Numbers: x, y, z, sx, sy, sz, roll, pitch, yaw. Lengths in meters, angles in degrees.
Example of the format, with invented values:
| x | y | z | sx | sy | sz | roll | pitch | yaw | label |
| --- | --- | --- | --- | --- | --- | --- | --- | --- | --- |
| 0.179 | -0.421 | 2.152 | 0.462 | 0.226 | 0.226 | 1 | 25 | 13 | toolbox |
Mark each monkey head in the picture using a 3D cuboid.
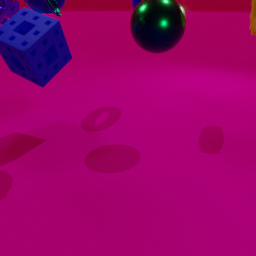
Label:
| x | y | z | sx | sy | sz | roll | pitch | yaw | label |
| --- | --- | --- | --- | --- | --- | --- | --- | --- | --- |
| -3.785 | -3.455 | 7.909 | 1.042 | 1.729 | 1.244 | 16 | 67 | 19 | monkey head |
| -1.703 | -2.815 | 5.326 | 1.686 | 1.016 | 1.213 | 40 | 6 | 32 | monkey head |

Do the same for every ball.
| x | y | z | sx | sy | sz | roll | pitch | yaw | label |
| --- | --- | --- | --- | --- | --- | --- | --- | --- | --- |
| 0.694 | -2.401 | 6.525 | 1.297 | 1.297 | 1.297 | 0 | 25 | 0 | ball |

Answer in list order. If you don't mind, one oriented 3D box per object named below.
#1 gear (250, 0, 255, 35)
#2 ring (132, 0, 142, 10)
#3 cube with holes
| x | y | z | sx | sy | sz | roll | pitch | yaw | label |
| --- | --- | --- | --- | --- | --- | --- | --- | --- | --- |
| 3.574 | -3.336 | 7.417 | 0.302 | 1.635 | 1.635 | 6 | 26 | 12 | gear |
| 0.377 | -3.932 | 8.758 | 0.401 | 2.007 | 2.007 | -6 | 24 | 7 | ring |
| -2.348 | -1.998 | 6.969 | 1.187 | 1.187 | 1.187 | 27 | 64 | 21 | cube with holes |
